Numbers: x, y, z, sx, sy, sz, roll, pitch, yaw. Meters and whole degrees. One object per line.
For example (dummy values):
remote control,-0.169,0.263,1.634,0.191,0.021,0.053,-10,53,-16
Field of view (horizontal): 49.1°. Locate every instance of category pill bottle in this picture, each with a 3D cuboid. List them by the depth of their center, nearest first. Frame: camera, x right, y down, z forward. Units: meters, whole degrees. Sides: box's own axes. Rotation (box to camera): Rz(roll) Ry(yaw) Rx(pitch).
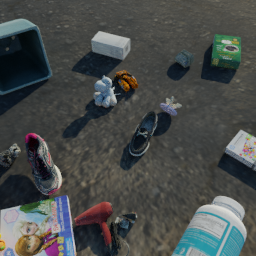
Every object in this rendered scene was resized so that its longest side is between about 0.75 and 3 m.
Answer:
pill bottle,2.315,3.261,7.841,1.522,1.522,2.747,28,55,22

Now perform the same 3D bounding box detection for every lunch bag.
lunch bag,2.864,-3.495,14.265,0.703,0.584,0.838,-39,57,-8

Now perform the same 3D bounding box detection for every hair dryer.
hair dryer,-0.748,3.026,8.712,1.940,0.527,1.478,13,52,12

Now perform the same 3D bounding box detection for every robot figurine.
robot figurine,-0.102,-2.290,13.325,0.977,0.392,1.347,-20,53,-19

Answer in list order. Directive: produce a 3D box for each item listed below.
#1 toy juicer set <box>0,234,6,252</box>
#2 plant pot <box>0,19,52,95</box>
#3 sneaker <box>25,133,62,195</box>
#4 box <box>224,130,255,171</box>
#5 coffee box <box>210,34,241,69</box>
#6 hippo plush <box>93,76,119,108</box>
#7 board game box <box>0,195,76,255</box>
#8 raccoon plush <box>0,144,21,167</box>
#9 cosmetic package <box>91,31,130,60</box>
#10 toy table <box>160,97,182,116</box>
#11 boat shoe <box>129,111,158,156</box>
toy juicer set,-4.160,3.402,8.105,1.481,0.403,0.942,8,63,31
plant pot,-5.545,-3.652,13.184,2.614,2.621,2.670,-26,48,-20
sneaker,-3.056,1.245,9.691,0.932,0.864,2.313,-28,66,-8
box,4.696,0.891,10.666,1.580,0.325,1.232,34,57,27
coffee box,5.154,-4.053,14.743,1.448,0.518,2.354,10,50,9
hippo plush,-0.910,-1.626,12.306,1.341,1.078,1.068,-28,55,-22
board game box,-2.757,3.300,8.527,2.127,0.439,2.132,-12,51,-10
raccoon plush,-4.637,0.945,10.503,1.194,0.578,0.800,8,42,7
cosmetic package,-0.903,-4.392,14.854,1.850,0.785,0.996,19,53,16
toy table,1.850,-0.937,12.007,0.850,0.782,0.498,35,75,20
boat shoe,0.644,0.178,11.062,0.771,0.629,2.086,22,53,18
